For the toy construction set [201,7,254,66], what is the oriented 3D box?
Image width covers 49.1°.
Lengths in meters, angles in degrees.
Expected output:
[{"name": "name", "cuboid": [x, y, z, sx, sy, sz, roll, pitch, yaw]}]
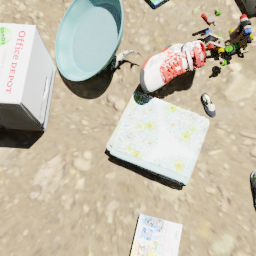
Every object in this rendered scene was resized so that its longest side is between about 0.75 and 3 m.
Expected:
[{"name": "toy construction set", "cuboid": [3.060, -2.833, 8.669, 1.395, 1.286, 1.673, -43, 62, 22]}]

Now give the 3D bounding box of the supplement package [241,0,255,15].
[{"name": "supplement package", "cuboid": [4.284, -4.494, 9.236, 0.799, 0.805, 1.061, -17, 72, -6]}]

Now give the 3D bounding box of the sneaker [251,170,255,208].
[{"name": "sneaker", "cuboid": [3.570, 1.756, 7.198, 0.550, 0.557, 1.459, -10, 72, -5]}]

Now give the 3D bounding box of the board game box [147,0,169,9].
[{"name": "board game box", "cuboid": [0.915, -4.754, 9.641, 0.900, 0.218, 1.190, -35, 74, -11]}]

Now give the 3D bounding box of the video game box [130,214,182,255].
[{"name": "video game box", "cuboid": [0.688, 2.876, 6.955, 1.103, 0.284, 1.211, 15, 71, 2]}]

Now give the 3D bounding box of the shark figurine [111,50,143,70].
[{"name": "shark figurine", "cuboid": [-0.088, -2.147, 8.604, 1.010, 0.421, 0.603, -26, 53, 11]}]

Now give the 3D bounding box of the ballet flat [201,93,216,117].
[{"name": "ballet flat", "cuboid": [2.368, -0.698, 8.207, 0.284, 0.284, 0.779, -18, 72, -6]}]

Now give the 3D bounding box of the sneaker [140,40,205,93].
[{"name": "sneaker", "cuboid": [1.323, -1.758, 7.693, 1.260, 0.785, 2.350, 1, 35, 36]}]

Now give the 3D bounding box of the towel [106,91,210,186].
[{"name": "towel", "cuboid": [0.837, 0.224, 7.724, 2.389, 0.575, 2.045, 23, 73, 7]}]

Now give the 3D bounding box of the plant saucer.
[{"name": "plant saucer", "cuboid": [-1.069, -2.675, 8.145, 2.809, 0.505, 2.809, -8, 77, 38]}]

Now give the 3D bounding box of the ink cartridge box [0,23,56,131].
[{"name": "ink cartridge box", "cuboid": [-3.689, -1.289, 7.404, 2.912, 2.126, 2.136, 3, 72, 1]}]
